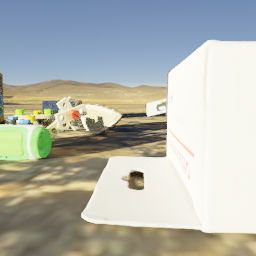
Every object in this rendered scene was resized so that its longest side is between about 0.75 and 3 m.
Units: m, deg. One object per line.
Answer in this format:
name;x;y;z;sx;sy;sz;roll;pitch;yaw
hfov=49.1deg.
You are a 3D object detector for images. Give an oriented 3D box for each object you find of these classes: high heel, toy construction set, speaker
high heel;-0.555;-0.269;6.242;1.789;0.639;1.275;-7;7;37
toy construction set;-1.281;-0.022;4.247;0.984;0.691;1.500;-4;-4;-40
speaker;-1.416;0.162;3.315;0.950;0.420;0.420;1;6;12

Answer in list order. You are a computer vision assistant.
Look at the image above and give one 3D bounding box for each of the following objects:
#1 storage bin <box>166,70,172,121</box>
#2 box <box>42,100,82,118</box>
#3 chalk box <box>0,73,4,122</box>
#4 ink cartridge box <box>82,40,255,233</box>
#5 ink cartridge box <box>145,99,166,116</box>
storage bin;1.842;-0.999;8.834;1.101;1.629;0.764;-5;7;-42
box;-2.558;-0.747;10.989;1.369;0.694;0.770;1;6;10
chalk box;-4.537;-0.912;8.218;1.569;1.580;2.532;-2;7;-17
ink cartridge box;1.263;-0.028;2.164;2.990;1.014;1.734;0;6;2
ink cartridge box;1.572;-0.926;12.013;1.359;0.563;0.990;-13;-1;27
